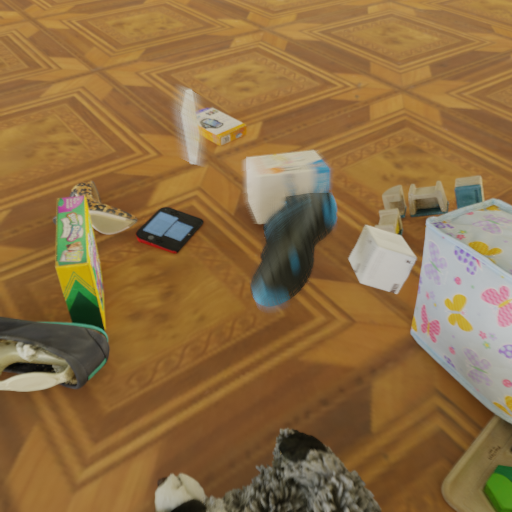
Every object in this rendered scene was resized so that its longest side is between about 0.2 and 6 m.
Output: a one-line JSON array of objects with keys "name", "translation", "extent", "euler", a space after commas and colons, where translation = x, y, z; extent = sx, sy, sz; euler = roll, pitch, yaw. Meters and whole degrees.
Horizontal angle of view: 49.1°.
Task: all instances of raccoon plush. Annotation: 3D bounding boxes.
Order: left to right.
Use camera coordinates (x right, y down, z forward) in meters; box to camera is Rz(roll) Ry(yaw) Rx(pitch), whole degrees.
[{"name": "raccoon plush", "translation": [0.321, 3.100, 4.925], "extent": [2.181, 1.575, 3.255], "euler": [-35, 52, -23]}]

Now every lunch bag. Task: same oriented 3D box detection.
[{"name": "lunch bag", "translation": [3.238, 0.744, 6.959], "extent": [1.537, 2.050, 2.417], "euler": [-15, 33, -17]}]

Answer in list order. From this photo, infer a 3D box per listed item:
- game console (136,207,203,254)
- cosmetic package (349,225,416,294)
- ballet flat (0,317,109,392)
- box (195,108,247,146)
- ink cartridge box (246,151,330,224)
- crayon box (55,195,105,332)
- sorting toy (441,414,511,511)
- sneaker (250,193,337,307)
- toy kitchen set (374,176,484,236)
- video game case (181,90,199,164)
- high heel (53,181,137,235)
[{"name": "game console", "translation": [-1.544, -0.478, 9.960], "extent": [0.892, 0.157, 1.008], "euler": [17, 44, 19]}, {"name": "cosmetic package", "translation": [1.825, 0.043, 8.167], "extent": [0.631, 0.630, 0.764], "euler": [16, 24, -12]}, {"name": "ballet flat", "translation": [-3.409, 1.261, 7.363], "extent": [2.874, 1.050, 1.050], "euler": [7, 41, 4]}, {"name": "box", "translation": [-0.955, -2.972, 12.756], "extent": [0.805, 0.280, 1.352], "euler": [-31, 47, -31]}, {"name": "ink cartridge box", "translation": [0.548, -1.257, 10.138], "extent": [1.307, 0.945, 0.962], "euler": [-8, 33, -10]}, {"name": "crayon box", "translation": [-2.611, 0.128, 8.310], "extent": [0.469, 1.388, 1.608], "euler": [-10, 42, -11]}, {"name": "sorting toy", "translation": [3.086, 2.801, 5.977], "extent": [2.676, 0.358, 1.994], "euler": [-33, 49, -32]}, {"name": "sneaker", "translation": [0.409, -0.110, 7.762], "extent": [0.792, 0.708, 1.934], "euler": [9, 52, 38]}, {"name": "toy kitchen set", "translation": [3.032, -0.531, 9.660], "extent": [1.662, 0.979, 1.331], "euler": [-4, 37, 26]}, {"name": "video game case", "translation": [-0.917, -1.826, 7.893], "extent": [0.096, 0.766, 0.842], "euler": [-5, 37, 1]}, {"name": "high heel", "translation": [-2.730, -0.984, 10.166], "extent": [1.675, 0.598, 1.194], "euler": [4, 47, 19]}]
